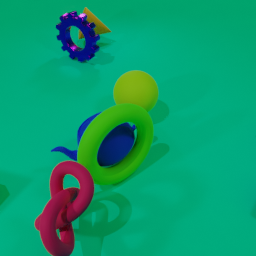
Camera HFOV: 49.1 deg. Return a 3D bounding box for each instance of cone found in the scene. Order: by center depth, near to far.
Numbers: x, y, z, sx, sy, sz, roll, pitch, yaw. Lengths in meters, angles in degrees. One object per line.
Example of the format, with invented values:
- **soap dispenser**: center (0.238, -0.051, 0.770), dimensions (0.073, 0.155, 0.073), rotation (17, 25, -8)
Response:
- **cone**: center (-1.108, -3.586, 10.014), dimensions (1.096, 1.092, 1.092), rotation (10, 41, -19)

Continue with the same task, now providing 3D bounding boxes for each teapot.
- **teapot**: center (-0.588, 0.182, 5.896), dimensions (2.022, 0.990, 1.257), rotation (-30, 35, -6)

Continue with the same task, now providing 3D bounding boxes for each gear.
- **gear**: center (-1.625, -2.921, 9.037), dimensions (1.557, 1.557, 0.288), rotation (21, 43, 21)

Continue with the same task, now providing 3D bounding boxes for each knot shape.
- **knot shape**: center (-1.078, 1.314, 4.569), dimensions (0.660, 1.337, 1.429), rotation (19, 65, -16)

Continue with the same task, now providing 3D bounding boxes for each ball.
- **ball**: center (0.197, -0.864, 6.980), dimensions (1.119, 1.119, 1.119), rotation (0, 44, 0)

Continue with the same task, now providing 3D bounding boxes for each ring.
- **ring**: center (-0.193, 0.346, 5.485), dimensions (1.762, 1.762, 0.352), rotation (-29, 43, -27)
